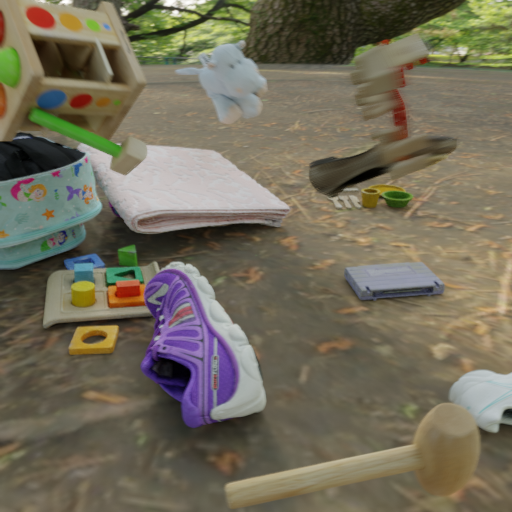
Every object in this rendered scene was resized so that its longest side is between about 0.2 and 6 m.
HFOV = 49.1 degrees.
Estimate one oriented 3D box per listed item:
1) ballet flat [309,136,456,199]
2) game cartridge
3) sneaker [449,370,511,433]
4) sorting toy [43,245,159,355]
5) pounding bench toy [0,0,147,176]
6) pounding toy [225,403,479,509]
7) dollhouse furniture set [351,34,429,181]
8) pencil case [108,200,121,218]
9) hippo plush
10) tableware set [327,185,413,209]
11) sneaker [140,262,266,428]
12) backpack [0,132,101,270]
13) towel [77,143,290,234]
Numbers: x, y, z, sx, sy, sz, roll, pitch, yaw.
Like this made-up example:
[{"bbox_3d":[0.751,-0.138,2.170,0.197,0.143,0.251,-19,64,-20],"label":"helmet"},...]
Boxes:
[{"bbox_3d":[1.943,-1.416,9.150,0.979,0.674,2.906,1,-4,-39],"label":"ballet flat"},{"bbox_3d":[2.394,0.433,9.838,1.496,0.287,0.970,-4,20,-8],"label":"game cartridge"},{"bbox_3d":[3.277,1.682,6.714,1.808,0.636,0.725,-12,34,-12],"label":"sneaker"},{"bbox_3d":[-2.538,0.505,9.388,1.941,0.470,3.448,-7,25,-15],"label":"sorting toy"},{"bbox_3d":[-2.904,-2.377,8.307,1.984,2.544,1.580,-11,-19,-44],"label":"pounding bench toy"},{"bbox_3d":[0.523,2.541,3.598,1.806,1.800,3.149,21,50,38],"label":"pounding toy"},{"bbox_3d":[1.810,-2.006,7.212,0.770,1.479,1.495,-19,57,8],"label":"dollhouse furniture set"},{"bbox_3d":[-2.854,-1.585,13.677,0.857,0.789,1.854,9,25,16],"label":"pencil case"},{"bbox_3d":[-0.526,-4.557,13.761,1.756,2.204,1.772,-41,1,-19],"label":"hippo plush"},{"bbox_3d":[2.853,-1.951,14.873,2.124,0.484,3.153,-1,24,-3],"label":"tableware set"},{"bbox_3d":[-1.012,1.056,7.372,1.259,1.217,3.018,-16,29,-20],"label":"sneaker"},{"bbox_3d":[-4.497,-1.121,10.676,2.761,2.342,3.110,-24,25,-35],"label":"backpack"},{"bbox_3d":[-1.755,-1.616,12.772,3.750,0.633,3.927,-3,30,-33],"label":"towel"}]
